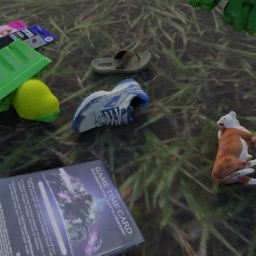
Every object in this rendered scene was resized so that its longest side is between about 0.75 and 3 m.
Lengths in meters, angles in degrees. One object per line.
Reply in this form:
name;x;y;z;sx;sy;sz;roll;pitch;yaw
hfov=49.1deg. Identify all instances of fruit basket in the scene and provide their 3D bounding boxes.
fruit basket;-2.791;-0.918;7.285;2.306;1.664;2.306;11;71;-35

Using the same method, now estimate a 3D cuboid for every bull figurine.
bull figurine;2.489;0.441;6.292;1.176;0.631;1.936;-1;49;33

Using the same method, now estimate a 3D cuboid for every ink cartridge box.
ink cartridge box;-4.003;-2.938;9.464;2.888;0.536;1.368;-33;56;-28

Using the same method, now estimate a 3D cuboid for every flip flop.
flip flop;-0.195;-2.110;8.666;1.915;0.551;0.776;-6;49;-6

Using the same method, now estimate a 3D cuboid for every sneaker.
sneaker;-0.362;-0.478;7.071;2.233;0.860;0.951;-34;61;-26

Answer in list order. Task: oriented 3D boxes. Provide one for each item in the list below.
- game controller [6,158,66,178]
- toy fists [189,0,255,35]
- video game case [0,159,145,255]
game controller;-1.583;1.807;5.216;1.433;0.578;2.747;-17;50;-15
toy fists;2.373;-3.192;6.550;2.675;1.364;0.920;31;30;3
video game case;-1.284;1.536;4.811;2.694;0.256;1.925;-7;47;-32
